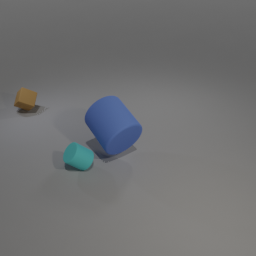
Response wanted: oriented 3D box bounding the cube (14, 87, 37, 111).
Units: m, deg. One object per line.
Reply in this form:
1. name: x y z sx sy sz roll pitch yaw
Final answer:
1. cube: -4.503 -1.262 12.316 0.700 0.700 0.700 19 -24 -33

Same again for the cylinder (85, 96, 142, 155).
1. cylinder: -0.481 -0.092 9.133 1.400 1.400 1.400 -20 58 -31

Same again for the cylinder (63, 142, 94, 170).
1. cylinder: -1.561 0.897 8.835 0.700 0.700 0.700 33 8 -38
